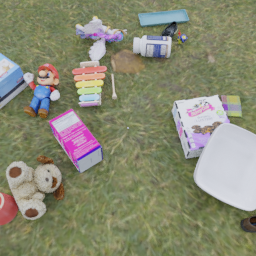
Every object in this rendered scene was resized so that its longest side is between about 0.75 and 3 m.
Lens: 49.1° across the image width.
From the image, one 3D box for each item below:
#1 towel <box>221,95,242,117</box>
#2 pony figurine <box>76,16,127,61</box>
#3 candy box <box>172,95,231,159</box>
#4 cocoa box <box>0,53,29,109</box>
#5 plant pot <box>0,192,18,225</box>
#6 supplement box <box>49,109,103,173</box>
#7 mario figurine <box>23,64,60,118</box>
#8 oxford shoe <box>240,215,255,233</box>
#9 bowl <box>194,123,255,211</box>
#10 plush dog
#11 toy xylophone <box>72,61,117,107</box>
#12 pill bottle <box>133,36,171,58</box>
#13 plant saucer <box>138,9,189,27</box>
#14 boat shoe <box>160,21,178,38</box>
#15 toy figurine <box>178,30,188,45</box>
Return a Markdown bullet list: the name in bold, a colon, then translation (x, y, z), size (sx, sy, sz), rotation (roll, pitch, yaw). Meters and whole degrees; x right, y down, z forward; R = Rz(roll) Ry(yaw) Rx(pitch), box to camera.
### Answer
- **towel**: translation (4.435, -0.953, 11.991), size (0.792, 0.125, 1.102), rotation (2, 61, 1)
- **pony figurine**: translation (-1.438, -4.467, 13.279), size (2.162, 1.865, 2.240), rotation (-36, 51, -29)
- **candy box**: translation (2.959, -0.089, 11.090), size (1.895, 0.808, 2.259), rotation (-9, 61, -5)
- **cocoa box**: translation (-5.516, -1.912, 11.863), size (1.298, 1.277, 1.946), rotation (34, 66, 18)
- **plant pot**: translation (-4.390, 2.644, 9.454), size (1.079, 0.955, 1.079), rotation (0, 59, 0)
- **supplement box**: translation (-1.960, 0.464, 10.609), size (1.076, 1.054, 2.082), rotation (-30, 64, -19)
- **mario figurine**: translation (-3.642, -1.711, 11.720), size (1.477, 1.269, 2.393), rotation (20, 65, -28)
- **oxford shoe**: translation (4.710, 3.152, 9.307), size (1.693, 0.714, 0.615), rotation (-7, 59, -6)
- **bowl**: translation (3.614, 1.320, 9.739), size (2.500, 0.933, 2.497), rotation (28, 84, -4)
- **plush dog**: translation (-3.148, 1.943, 9.803), size (1.727, 1.614, 2.011), rotation (-23, 91, -28)
- **toy xylophone**: translation (-1.433, -1.893, 12.194), size (1.751, 0.601, 2.391), rotation (-12, 61, -3)
- **pill bottle**: translation (1.124, -3.828, 13.153), size (1.718, 0.954, 0.954), rotation (4, 60, 2)
- **plant saucer**: translation (1.852, -5.728, 14.666), size (2.543, 0.241, 0.889), rotation (-7, 60, -5)
- **boat shoe**: translation (1.990, -4.714, 13.894), size (0.615, 0.545, 1.645), rotation (35, 66, 18)
- **toy figurine**: translation (2.733, -4.463, 13.853), size (0.472, 0.416, 0.789), rotation (7, 61, -2)
